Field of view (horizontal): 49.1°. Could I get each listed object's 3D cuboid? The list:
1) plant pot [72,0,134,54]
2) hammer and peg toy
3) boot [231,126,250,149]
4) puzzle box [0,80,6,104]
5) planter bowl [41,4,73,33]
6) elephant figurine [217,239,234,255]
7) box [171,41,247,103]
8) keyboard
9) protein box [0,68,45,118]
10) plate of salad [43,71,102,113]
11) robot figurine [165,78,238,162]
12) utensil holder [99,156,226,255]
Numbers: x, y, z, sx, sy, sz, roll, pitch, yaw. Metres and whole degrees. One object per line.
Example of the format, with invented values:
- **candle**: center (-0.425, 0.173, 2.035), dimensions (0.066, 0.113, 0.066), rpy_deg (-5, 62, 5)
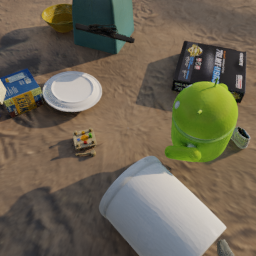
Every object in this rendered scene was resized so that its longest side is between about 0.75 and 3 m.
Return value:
- **plant pot**: center (-0.979, -4.831, 11.026), dimensions (1.988, 2.815, 1.990), rpy_deg (18, 52, 14)
- **hammer and peg toy**: center (-1.285, 0.428, 8.326), dimensions (0.677, 0.325, 0.921), rpy_deg (-11, 52, -9)
- **boot**: center (3.248, 0.087, 8.474), dimensions (0.406, 0.527, 1.104), rpy_deg (-26, 55, -20)
- **puzzle box**: center (-3.689, -1.062, 7.999), dimensions (0.096, 0.752, 0.500), rpy_deg (7, 67, -3)
- **planter bowl**: center (-2.850, -4.698, 12.270), dimensions (1.720, 0.716, 1.720), rpy_deg (0, 50, 0)
- **elephant figurine**: center (2.744, 3.554, 5.241), dimensions (2.297, 1.782, 1.625), rpy_deg (15, 8, -1)
- **box**: center (3.021, -2.124, 10.258), dimensions (2.430, 0.608, 2.448), rpy_deg (13, 52, 11)
- **keyboard**: center (-0.727, -3.349, 9.593), dimensions (2.110, 0.418, 1.098), rpy_deg (9, 13, -15)
- **protein box**: center (-3.618, -1.185, 9.337), dimensions (1.180, 0.796, 1.171), rpy_deg (-27, 56, -20)
- **plate of salad**: center (-1.886, -1.224, 9.583), dimensions (1.981, 0.476, 1.981), rpy_deg (4, 51, -5)
- **robot figurine**: center (1.810, -0.094, 6.864), dimensions (1.469, 2.539, 2.228), rpy_deg (23, 67, 18)
- **utensil holder**: center (0.735, 1.976, 6.110), dimensions (1.825, 1.825, 2.147), rpy_deg (-34, 59, -25)
